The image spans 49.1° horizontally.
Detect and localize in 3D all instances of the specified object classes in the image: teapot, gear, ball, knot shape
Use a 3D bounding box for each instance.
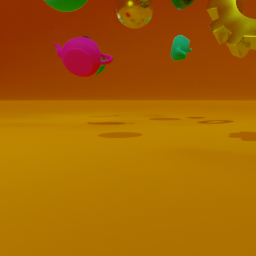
[{"bbox_3d":[-1.331,-2.075,7.945,1.827,1.136,0.894,12,45,4],"label":"teapot"},{"bbox_3d":[1.937,-2.841,10.085,0.714,0.906,1.458,14,30,8],"label":"teapot"},{"bbox_3d":[2.351,-2.112,4.508,2.070,2.070,0.383,5,-16,38],"label":"gear"},{"bbox_3d":[-1.073,-2.468,4.737,0.931,0.931,0.931,0,6,0],"label":"ball"},{"bbox_3d":[-1.768,-2.761,11.174,1.461,1.561,0.721,-29,10,-19],"label":"knot shape"},{"bbox_3d":[0.222,-3.794,8.877,1.225,1.225,1.225,0,6,0],"label":"ball"}]

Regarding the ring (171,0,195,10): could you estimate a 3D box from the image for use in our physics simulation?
[{"bbox_3d":[1.649,-3.986,7.463,0.321,1.607,1.607,34,20,22],"label":"ring"}]
